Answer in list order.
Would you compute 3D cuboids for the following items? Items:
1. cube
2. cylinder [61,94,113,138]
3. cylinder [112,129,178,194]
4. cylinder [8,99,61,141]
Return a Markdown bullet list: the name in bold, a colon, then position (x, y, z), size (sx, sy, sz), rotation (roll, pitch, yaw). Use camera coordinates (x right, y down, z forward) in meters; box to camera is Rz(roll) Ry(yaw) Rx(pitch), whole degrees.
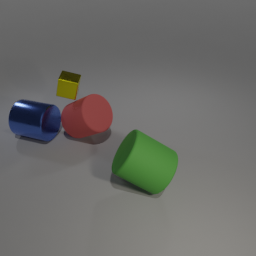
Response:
- **cube**: position (-2.114, -1.528, 10.006), size (0.700, 0.700, 0.700), rotation (12, 36, -8)
- **cylinder**: position (-1.519, -0.413, 10.350), size (1.400, 1.400, 1.400), rotation (-15, 16, 44)
- **cylinder**: position (0.466, 0.963, 8.008), size (1.400, 1.400, 1.400), rotation (30, 29, -14)
- **cylinder**: position (-3.500, -0.301, 10.631), size (1.400, 1.400, 1.400), rotation (11, 33, 16)
